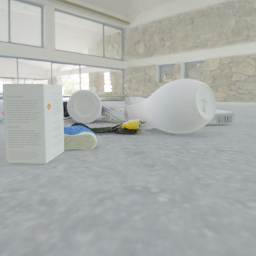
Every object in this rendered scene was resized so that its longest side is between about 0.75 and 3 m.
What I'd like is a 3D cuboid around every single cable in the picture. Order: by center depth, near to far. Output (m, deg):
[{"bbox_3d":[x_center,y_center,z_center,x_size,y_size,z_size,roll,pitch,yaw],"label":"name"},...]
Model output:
[{"bbox_3d":[-0.366,-0.063,9.109,1.955,0.492,0.949,1,5,4],"label":"cable"}]

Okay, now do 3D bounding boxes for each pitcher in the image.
[{"bbox_3d":[1.635,-0.568,9.568,2.426,1.714,2.828,14,-15,-40],"label":"pitcher"}]

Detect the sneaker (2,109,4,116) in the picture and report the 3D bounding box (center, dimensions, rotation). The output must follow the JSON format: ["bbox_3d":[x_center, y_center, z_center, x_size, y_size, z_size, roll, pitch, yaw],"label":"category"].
[{"bbox_3d":[-5.234,-0.940,14.486,1.113,0.952,2.713,6,8,21],"label":"sneaker"}]

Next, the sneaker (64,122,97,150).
[{"bbox_3d":[-1.477,0.179,6.706,1.468,0.563,0.817,3,12,-7],"label":"sneaker"}]

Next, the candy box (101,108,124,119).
[{"bbox_3d":[-0.585,-0.715,14.409,1.142,0.511,1.675,-5,8,-24],"label":"candy box"}]

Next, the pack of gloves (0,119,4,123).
[{"bbox_3d":[-5.961,-0.335,12.671,0.980,0.193,0.824,-4,9,-35],"label":"pack of gloves"}]

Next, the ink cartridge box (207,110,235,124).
[{"bbox_3d":[3.006,-0.499,12.462,2.436,0.537,2.481,-4,7,-7],"label":"ink cartridge box"}]

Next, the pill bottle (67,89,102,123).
[{"bbox_3d":[-2.085,-1.072,13.251,1.496,1.496,2.685,-1,7,-10],"label":"pill bottle"}]

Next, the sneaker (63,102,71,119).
[{"bbox_3d":[-3.537,-0.913,14.173,2.221,0.871,0.882,-13,-10,-24],"label":"sneaker"}]

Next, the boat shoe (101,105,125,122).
[{"bbox_3d":[-0.704,-0.542,12.753,0.628,0.573,1.745,-2,22,-42],"label":"boat shoe"}]

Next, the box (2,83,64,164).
[{"bbox_3d":[-1.827,-0.135,5.583,0.784,1.475,1.123,1,7,5],"label":"box"}]
